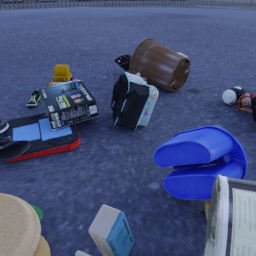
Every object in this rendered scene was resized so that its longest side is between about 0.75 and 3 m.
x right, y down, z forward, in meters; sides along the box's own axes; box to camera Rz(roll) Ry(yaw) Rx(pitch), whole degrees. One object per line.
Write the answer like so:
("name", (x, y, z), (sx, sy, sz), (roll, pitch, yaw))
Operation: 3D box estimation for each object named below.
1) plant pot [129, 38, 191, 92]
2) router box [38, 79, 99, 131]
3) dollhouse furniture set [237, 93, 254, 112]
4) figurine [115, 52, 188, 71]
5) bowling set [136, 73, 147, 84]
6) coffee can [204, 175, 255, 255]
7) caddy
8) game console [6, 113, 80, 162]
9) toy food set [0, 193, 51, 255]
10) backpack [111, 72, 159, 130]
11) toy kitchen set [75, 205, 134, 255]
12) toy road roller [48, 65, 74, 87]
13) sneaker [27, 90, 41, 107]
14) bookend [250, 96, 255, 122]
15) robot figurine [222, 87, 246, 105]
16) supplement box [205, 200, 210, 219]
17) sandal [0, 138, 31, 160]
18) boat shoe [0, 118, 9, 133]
("plant pot", (1.540, -2.758, 12.803), (2.118, 2.139, 2.139), (29, 40, 31))
("router box", (-2.108, -0.891, 9.716), (1.600, 0.663, 2.135), (-19, 35, -16))
("dollhouse furniture set", (4.981, -1.096, 11.103), (0.827, 0.625, 1.536), (18, 34, 29))
("figurine", (1.176, -3.453, 14.774), (2.926, 1.259, 2.855), (-14, 27, -33))
("bowling set", (0.579, -1.622, 11.504), (0.834, 1.199, 0.644), (12, 29, 6))
("coffee can", (2.646, 1.926, 4.147), (2.797, 2.047, 2.047), (8, 30, 14))
("caddy", (1.589, 0.765, 6.298), (1.083, 1.459, 2.064), (-21, 3, -38))
("game console", (-2.817, 0.132, 9.146), (2.198, 0.386, 2.486), (-10, 30, -17))
("toy food set", (-2.935, 2.171, 5.146), (2.774, 0.675, 2.745), (-13, 32, -22))
("backpack", (0.153, -1.025, 9.930), (1.493, 1.712, 1.947), (8, 25, -20))
("toy kitchen set", (-0.058, 2.594, 4.271), (1.664, 1.223, 2.077), (15, 52, 24))
("toy road roller", (-3.037, -2.258, 12.737), (0.904, 1.074, 1.471), (1, 29, 1))
("sneaker", (-3.906, -1.233, 11.512), (0.406, 0.469, 1.133), (-1, 29, -1))
("bookend", (5.396, -1.022, 9.963), (2.374, 1.101, 2.389), (-15, 23, 11))
("robot figurine", (4.374, -1.325, 11.523), (1.032, 0.775, 0.644), (-19, 50, -29))
("supplement box", (2.366, 1.782, 6.111), (1.284, 0.442, 0.427), (1, 27, 7))
("sandal", (-3.606, 0.543, 7.737), (1.792, 0.384, 0.681), (-4, 36, 9))
("boat shoe", (-5.169, -0.199, 9.272), (2.372, 0.716, 0.897), (-1, 32, 6))
